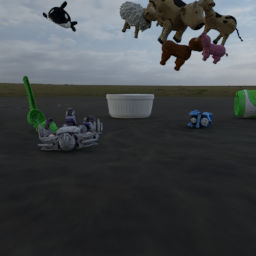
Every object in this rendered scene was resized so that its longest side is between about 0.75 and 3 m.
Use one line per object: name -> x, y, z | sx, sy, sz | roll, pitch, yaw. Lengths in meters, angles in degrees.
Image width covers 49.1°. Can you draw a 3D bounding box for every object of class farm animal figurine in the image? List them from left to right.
farm animal figurine -> 1.611, -3.016, 7.736 | 2.842, 1.498, 2.874 | 41, 50, 17

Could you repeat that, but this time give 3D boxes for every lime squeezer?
lime squeezer -> -1.885, -0.248, 6.529 | 2.390, 0.844, 0.451 | 41, 12, 30

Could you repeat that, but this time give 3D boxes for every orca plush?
orca plush -> -2.070, -3.800, 9.399 | 1.140, 0.770, 2.167 | 29, 14, 3

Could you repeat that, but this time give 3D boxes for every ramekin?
ramekin -> 0.081, -0.830, 10.367 | 1.787, 0.832, 1.787 | 0, 7, 0

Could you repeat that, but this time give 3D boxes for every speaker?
speaker -> 5.050, -0.842, 9.780 | 2.391, 1.058, 1.058 | 1, 8, 9

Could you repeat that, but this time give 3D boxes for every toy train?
toy train -> 1.959, -0.237, 7.530 | 0.574, 0.435, 1.004 | 9, 10, 20

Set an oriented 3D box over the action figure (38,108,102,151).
action figure -> -0.985, 0.034, 4.976 | 1.083, 0.577, 1.664 | 6, 11, -2
